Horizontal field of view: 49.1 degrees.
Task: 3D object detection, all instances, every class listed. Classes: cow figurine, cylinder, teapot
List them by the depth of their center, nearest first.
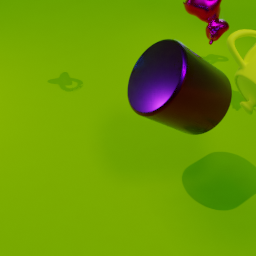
[{"bbox_3d":[1.725,-0.432,3.250,0.835,1.705,1.060,-39,11,6],"label":"teapot"},{"bbox_3d":[0.890,-0.662,4.909,1.320,1.320,1.320,19,35,-38],"label":"cylinder"},{"bbox_3d":[1.897,-2.748,6.822,1.258,1.238,0.691,18,22,5],"label":"cow figurine"}]
